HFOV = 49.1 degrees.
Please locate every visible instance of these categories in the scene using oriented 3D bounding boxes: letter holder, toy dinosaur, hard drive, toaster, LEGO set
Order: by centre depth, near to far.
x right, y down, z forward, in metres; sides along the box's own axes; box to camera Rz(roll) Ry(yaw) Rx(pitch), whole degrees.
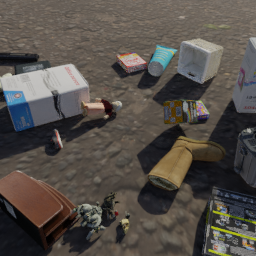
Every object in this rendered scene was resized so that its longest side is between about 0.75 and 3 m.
[{"bbox_3d":[-0.732,2.253,7.184,1.606,0.455,1.043,-4,41,-9],"label":"LEGO set"},{"bbox_3d":[-2.304,1.886,7.307,1.930,0.971,1.372,27,45,29],"label":"letter holder"},{"bbox_3d":[-0.496,1.977,7.637,0.484,0.364,0.947,-33,31,3],"label":"toy dinosaur"},{"bbox_3d":[4.242,0.789,8.189,2.317,1.497,1.317,-10,42,-11],"label":"toaster"},{"bbox_3d":[-4.214,-2.293,12.769,1.680,0.396,2.407,-14,42,-16],"label":"hard drive"}]

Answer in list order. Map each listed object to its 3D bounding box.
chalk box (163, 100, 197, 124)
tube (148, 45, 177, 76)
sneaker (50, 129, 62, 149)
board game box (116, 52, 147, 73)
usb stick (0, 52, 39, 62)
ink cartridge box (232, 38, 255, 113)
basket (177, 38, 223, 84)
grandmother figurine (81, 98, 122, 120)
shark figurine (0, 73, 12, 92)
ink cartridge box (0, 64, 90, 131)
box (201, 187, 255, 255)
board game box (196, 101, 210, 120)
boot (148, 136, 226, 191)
[{"bbox_3d":[1.945,-0.556,10.016,0.797,0.802,1.286,-4,-2,41],"label":"chalk box"},{"bbox_3d":[1.711,-3.552,14.149,1.154,0.751,2.980,21,38,5],"label":"tube"},{"bbox_3d":[-2.526,0.379,9.619,0.368,0.346,0.898,-19,42,-13],"label":"sneaker"},{"bbox_3d":[0.165,-3.296,14.037,1.055,0.323,1.393,-17,43,-19],"label":"board game box"},{"bbox_3d":[-5.703,-3.677,14.490,2.145,0.350,0.595,2,35,3],"label":"usb stick"},{"bbox_3d":[5.270,-1.878,10.513,1.941,2.686,1.137,2,44,3],"label":"ink cartridge box"},{"bbox_3d":[3.306,-3.160,12.924,1.259,1.565,1.551,-28,47,-32],"label":"basket"},{"bbox_3d":[-0.944,-0.759,10.644,1.598,0.484,0.969,-10,74,-30],"label":"grandmother figurine"},{"bbox_3d":[-5.924,-1.798,11.484,1.185,2.839,1.696,-31,70,20],"label":"shark figurine"},{"bbox_3d":[-3.174,-1.282,10.888,2.930,1.234,2.118,-17,43,-20],"label":"ink cartridge box"},{"bbox_3d":[3.137,2.617,6.737,2.486,0.550,1.992,12,42,14],"label":"box"},{"bbox_3d":[2.724,-0.706,11.010,0.630,0.210,0.937,-6,40,-8],"label":"board game box"},{"bbox_3d":[1.811,1.146,8.481,1.748,0.660,1.996,10,38,32],"label":"boot"}]
